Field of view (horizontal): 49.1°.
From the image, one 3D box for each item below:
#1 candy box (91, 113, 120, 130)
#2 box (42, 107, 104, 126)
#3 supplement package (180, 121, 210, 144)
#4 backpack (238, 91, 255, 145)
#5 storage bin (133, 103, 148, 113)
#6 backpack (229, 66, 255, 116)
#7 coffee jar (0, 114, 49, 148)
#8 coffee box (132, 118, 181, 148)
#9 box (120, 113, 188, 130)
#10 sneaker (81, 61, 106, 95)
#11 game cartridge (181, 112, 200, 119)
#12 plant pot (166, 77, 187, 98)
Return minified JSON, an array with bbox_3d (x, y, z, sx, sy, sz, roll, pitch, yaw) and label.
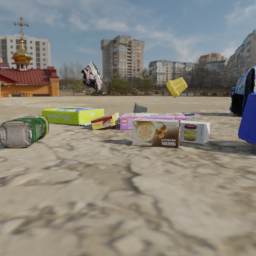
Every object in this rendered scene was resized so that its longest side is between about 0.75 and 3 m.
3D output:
[{"bbox_3d":[-0.878,-0.299,11.383,0.874,0.423,1.499,-12,5,9],"label":"candy box"},{"bbox_3d":[-2.458,-0.573,13.036,2.792,0.665,1.702,5,10,34],"label":"box"},{"bbox_3d":[1.872,0.102,8.497,1.067,0.607,0.584,5,8,32],"label":"supplement package"},{"bbox_3d":[3.948,-0.036,7.121,1.705,1.386,1.431,9,15,-22],"label":"backpack"},{"bbox_3d":[0.533,-0.640,12.879,0.634,0.944,0.687,11,8,-1],"label":"storage bin"},{"bbox_3d":[7.201,-2.078,15.964,2.519,2.760,1.857,-2,9,-14],"label":"backpack"},{"bbox_3d":[-2.975,0.051,8.290,0.938,0.768,1.799,-1,9,1],"label":"coffee jar"},{"bbox_3d":[0.804,0.132,7.896,1.291,0.738,0.515,3,8,15],"label":"coffee box"},{"bbox_3d":[1.004,-0.289,11.503,2.606,0.510,1.783,0,8,2],"label":"box"},{"bbox_3d":[-1.585,-2.084,12.520,0.818,1.895,0.761,-30,-40,9],"label":"sneaker"},{"bbox_3d":[2.737,-0.646,14.789,1.787,0.343,1.158,-4,5,-25],"label":"game cartridge"},{"bbox_3d":[2.609,-2.188,14.774,0.880,0.935,0.935,-30,-2,19],"label":"plant pot"}]
